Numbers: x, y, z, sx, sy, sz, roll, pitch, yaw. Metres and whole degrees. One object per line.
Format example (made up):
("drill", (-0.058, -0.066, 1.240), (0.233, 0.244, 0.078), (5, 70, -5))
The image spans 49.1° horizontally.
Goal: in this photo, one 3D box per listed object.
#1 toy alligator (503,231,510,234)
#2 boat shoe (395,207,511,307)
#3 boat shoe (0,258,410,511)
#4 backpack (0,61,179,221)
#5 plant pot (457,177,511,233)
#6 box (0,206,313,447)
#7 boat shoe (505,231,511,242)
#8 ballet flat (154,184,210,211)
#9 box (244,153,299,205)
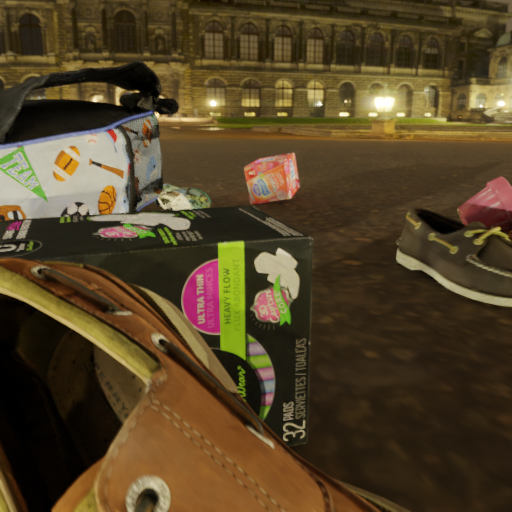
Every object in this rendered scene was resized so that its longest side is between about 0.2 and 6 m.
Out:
("toy alligator", (5.298, -0.935, 11.271), (0.855, 0.782, 2.883), (3, 15, 13))
("boat shoe", (2.875, -0.050, 7.625), (1.020, 0.862, 2.862), (-3, 14, -20))
("boat shoe", (-0.271, 0.995, 1.844), (3.120, 1.122, 1.061), (32, -1, 41))
("backpack", (-3.108, -0.893, 7.075), (3.666, 2.824, 3.492), (-3, 13, 11))
("plant pot", (4.242, -0.778, 10.178), (0.922, 1.030, 1.030), (-27, 9, 13))
("box", (-0.808, 0.536, 4.008), (2.102, 1.561, 1.306), (-4, 15, -17))
("boat shoe", (4.395, -0.298, 8.701), (2.457, 0.830, 0.884), (-7, 16, -26))
("ballet flat", (-1.794, -1.244, 13.081), (0.719, 0.719, 1.938), (-10, 16, -34))
("box", (0.460, -2.095, 14.999), (1.086, 1.001, 2.115), (-8, 14, 14))
